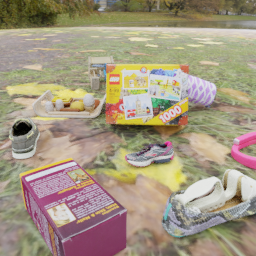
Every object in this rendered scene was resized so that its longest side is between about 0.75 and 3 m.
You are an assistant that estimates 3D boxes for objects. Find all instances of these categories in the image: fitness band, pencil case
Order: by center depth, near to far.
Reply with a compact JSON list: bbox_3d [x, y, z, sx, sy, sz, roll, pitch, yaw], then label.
[{"bbox_3d":[4.211,0.648,8.615,2.147,0.402,1.542,-15,29,-27],"label":"fitness band"},{"bbox_3d":[2.451,-1.682,11.793,2.560,1.074,1.094,14,8,-19],"label":"pencil case"}]

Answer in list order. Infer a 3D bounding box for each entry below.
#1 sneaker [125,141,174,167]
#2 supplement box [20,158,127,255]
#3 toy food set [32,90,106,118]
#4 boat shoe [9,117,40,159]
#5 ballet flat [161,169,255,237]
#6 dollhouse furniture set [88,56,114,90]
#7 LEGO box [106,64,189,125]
[{"bbox_3d":[0.606,0.724,8.148,1.461,0.545,0.589,-9,23,-13],"label":"sneaker"},{"bbox_3d":[-1.182,1.660,5.720,1.277,0.991,2.314,-17,30,-32],"label":"supplement box"},{"bbox_3d":[-2.354,-1.225,12.046,2.871,0.867,2.060,2,25,3],"label":"toy food set"},{"bbox_3d":[-3.447,0.114,9.330,0.887,0.742,2.483,-7,26,-14],"label":"boat shoe"},{"bbox_3d":[2.102,1.471,6.107,2.977,1.071,1.071,-11,27,-23],"label":"ballet flat"},{"bbox_3d":[-1.425,-2.828,15.377,1.360,1.352,1.929,-4,49,-12],"label":"dollhouse furniture set"},{"bbox_3d":[0.680,-1.166,10.150,2.850,2.123,1.100,0,2,3],"label":"LEGO box"}]
